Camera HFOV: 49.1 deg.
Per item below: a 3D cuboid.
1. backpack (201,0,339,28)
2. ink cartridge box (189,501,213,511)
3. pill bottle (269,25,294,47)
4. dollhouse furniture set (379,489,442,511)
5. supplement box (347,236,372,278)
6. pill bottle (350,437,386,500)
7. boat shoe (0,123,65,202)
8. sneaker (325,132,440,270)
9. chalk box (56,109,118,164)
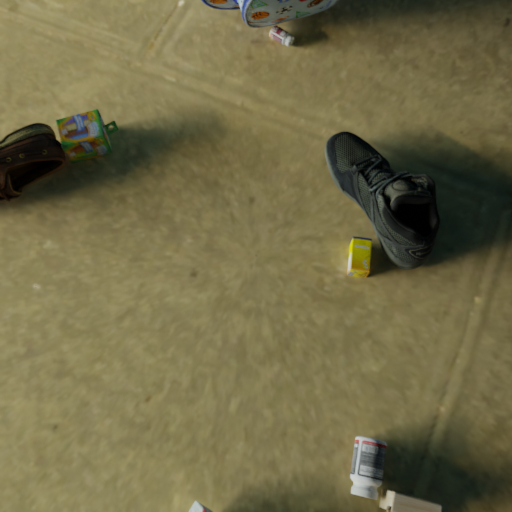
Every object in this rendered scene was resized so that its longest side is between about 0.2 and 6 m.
[{"bbox_3d":[0.271,-6.528,11.782,3.566,3.744,2.884,-12,85,-2],"label":"backpack"},{"bbox_3d":[-0.986,4.680,8.755,0.534,0.939,1.288,40,72,-16],"label":"ink cartridge box"},{"bbox_3d":[0.587,-4.991,12.732,0.514,0.293,0.293,35,74,12],"label":"pill bottle"},{"bbox_3d":[2.270,4.644,8.745,1.558,1.103,1.696,13,70,5],"label":"dollhouse furniture set"},{"bbox_3d":[2.002,0.024,10.836,0.378,0.376,0.691,8,70,3],"label":"supplement box"},{"bbox_3d":[1.878,3.567,9.441,0.537,0.537,0.926,11,71,4],"label":"pill bottle"},{"bbox_3d":[-5.135,-1.571,11.080,2.852,1.027,0.963,-33,71,-14],"label":"boat shoe"},{"bbox_3d":[2.430,-1.399,10.628,1.210,1.813,3.165,-23,69,-10],"label":"sneaker"},{"bbox_3d":[-3.425,-2.495,11.591,1.136,0.709,0.704,-16,70,-5],"label":"chalk box"}]
